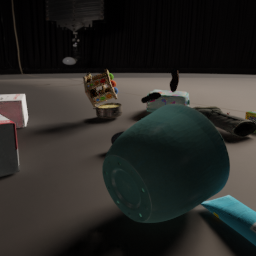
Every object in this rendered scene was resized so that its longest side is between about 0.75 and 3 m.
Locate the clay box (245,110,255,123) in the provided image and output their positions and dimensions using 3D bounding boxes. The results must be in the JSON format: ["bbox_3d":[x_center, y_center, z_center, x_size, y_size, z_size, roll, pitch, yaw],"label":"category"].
[{"bbox_3d":[5.887,-0.346,11.018,2.687,0.640,1.544,-7,15,-29],"label":"clay box"}]

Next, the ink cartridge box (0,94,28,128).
[{"bbox_3d":[-5.564,-0.671,11.293,2.710,1.164,1.984,-6,15,-16],"label":"ink cartridge box"}]

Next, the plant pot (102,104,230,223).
[{"bbox_3d":[0.484,0.699,4.767,1.499,1.868,1.868,-26,27,-34],"label":"plant pot"}]

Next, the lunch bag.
[{"bbox_3d":[2.100,-1.328,14.189,2.094,1.006,2.611,7,16,14],"label":"lunch bag"}]

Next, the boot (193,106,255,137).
[{"bbox_3d":[3.296,-0.187,10.410,1.941,0.775,2.135,-15,30,-12],"label":"boot"}]

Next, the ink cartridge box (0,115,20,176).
[{"bbox_3d":[-3.568,0.387,6.842,1.249,1.255,1.727,-11,18,-36],"label":"ink cartridge box"}]

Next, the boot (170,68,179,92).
[{"bbox_3d":[1.981,-1.889,11.559,0.386,1.033,0.501,0,-16,29],"label":"boot"}]

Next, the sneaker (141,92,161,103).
[{"bbox_3d":[0.962,-1.265,11.617,0.843,0.319,0.369,-18,-2,10],"label":"sneaker"}]

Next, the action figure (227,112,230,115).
[{"bbox_3d":[3.661,-0.416,11.380,1.353,0.670,0.442,9,18,22],"label":"action figure"}]

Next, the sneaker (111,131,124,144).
[{"bbox_3d":[0.395,0.405,8.516,1.792,0.629,0.735,-2,-9,0],"label":"sneaker"}]

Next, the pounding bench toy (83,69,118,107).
[{"bbox_3d":[-1.211,-2.004,12.487,1.281,1.020,1.642,-19,51,5],"label":"pounding bench toy"}]

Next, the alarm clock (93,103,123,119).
[{"bbox_3d":[-0.772,-0.746,12.618,1.202,0.593,1.781,-12,15,-28],"label":"alarm clock"}]

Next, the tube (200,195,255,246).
[{"bbox_3d":[1.840,1.460,4.484,0.626,0.408,1.618,-5,12,-16],"label":"tube"}]
